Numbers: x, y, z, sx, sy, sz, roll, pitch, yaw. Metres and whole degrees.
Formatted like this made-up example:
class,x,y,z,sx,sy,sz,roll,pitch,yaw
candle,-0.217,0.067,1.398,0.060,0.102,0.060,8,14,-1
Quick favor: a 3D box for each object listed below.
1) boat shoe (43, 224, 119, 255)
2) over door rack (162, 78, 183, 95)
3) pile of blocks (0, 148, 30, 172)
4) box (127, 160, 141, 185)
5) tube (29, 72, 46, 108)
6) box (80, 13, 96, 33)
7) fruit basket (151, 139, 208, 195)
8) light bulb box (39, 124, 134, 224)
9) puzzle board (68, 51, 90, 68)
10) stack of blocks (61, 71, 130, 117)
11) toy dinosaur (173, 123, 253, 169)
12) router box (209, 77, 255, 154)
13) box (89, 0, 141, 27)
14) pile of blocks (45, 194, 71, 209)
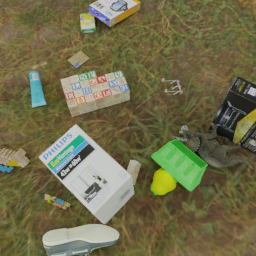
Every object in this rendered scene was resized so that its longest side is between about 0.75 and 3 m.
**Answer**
class,x,y,z,sx,sy,sz,roll,pitch,yaw
boat shoe,-1.554,3.854,9.442,2.509,0.914,0.775,-2,105,-8
over door rack,1.942,-1.842,12.523,0.907,0.302,0.670,2,60,-23
pile of blocks,-5.029,1.172,10.845,2.462,1.011,0.765,10,19,-5
box,0.168,1.659,10.521,0.328,0.400,0.843,9,72,30
tube,-4.029,-1.703,12.347,0.618,0.402,1.595,-15,74,4
box,-2.088,-5.485,14.501,0.738,0.304,1.257,-6,64,-3
fruit basket,1.673,1.637,10.365,2.042,1.473,2.042,3,97,29
light bulb box,-1.259,1.644,9.425,2.553,2.530,1.593,41,73,19
puzzle board,-2.366,-3.286,13.424,0.634,0.073,0.842,42,69,12
stack of blocks,-1.412,-1.654,12.190,2.654,0.777,1.528,-17,63,-9
toy dinosaur,3.324,0.840,10.878,2.955,1.137,1.511,40,81,14
router box,4.465,-0.316,10.308,2.241,2.850,0.744,31,66,15
box,-0.769,-6.228,14.604,1.542,0.537,2.590,40,63,19
pile of blocks,-2.594,2.705,10.101,0.995,0.408,0.309,17,63,9
